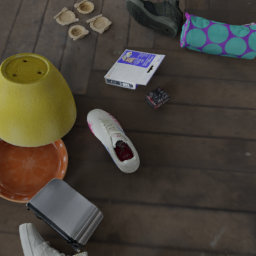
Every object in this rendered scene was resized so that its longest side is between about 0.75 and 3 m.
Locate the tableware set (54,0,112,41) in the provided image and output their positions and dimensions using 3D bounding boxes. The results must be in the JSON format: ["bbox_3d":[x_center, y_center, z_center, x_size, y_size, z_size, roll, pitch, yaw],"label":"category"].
[{"bbox_3d":[-1.871,-4.435,11.478,1.781,0.247,2.132,-34,70,-14],"label":"tableware set"}]

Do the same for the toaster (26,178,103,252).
[{"bbox_3d":[-1.571,2.334,7.509,1.845,1.669,1.095,33,69,14],"label":"toaster"}]

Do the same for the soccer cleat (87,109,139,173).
[{"bbox_3d":[-0.453,0.223,8.813,0.901,1.114,2.580,-32,68,-14],"label":"soccer cleat"}]

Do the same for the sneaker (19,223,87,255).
[{"bbox_3d":[-1.833,3.476,7.468,1.440,0.918,2.493,-25,77,-13],"label":"sneaker"}]

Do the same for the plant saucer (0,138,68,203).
[{"bbox_3d":[-3.090,1.066,8.658,2.434,0.393,2.434,3,69,-8],"label":"plant saucer"}]

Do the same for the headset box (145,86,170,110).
[{"bbox_3d":[1.002,-1.043,9.862,0.752,0.290,0.560,-33,69,-13],"label":"headset box"}]

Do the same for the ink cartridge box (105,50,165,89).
[{"bbox_3d":[0.275,-2.086,9.976,1.672,0.363,1.656,16,56,27],"label":"ink cartridge box"}]

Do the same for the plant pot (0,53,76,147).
[{"bbox_3d":[-2.993,-1.083,8.605,2.746,1.949,2.746,5,51,-6],"label":"plant pot"}]

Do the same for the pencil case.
[{"bbox_3d":[3.433,-3.425,10.445,2.850,1.213,1.317,11,91,4],"label":"pencil case"}]

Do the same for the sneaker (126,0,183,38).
[{"bbox_3d":[1.160,-4.716,11.266,2.427,0.928,1.390,30,67,10],"label":"sneaker"}]
